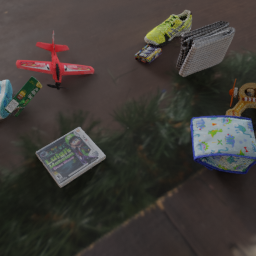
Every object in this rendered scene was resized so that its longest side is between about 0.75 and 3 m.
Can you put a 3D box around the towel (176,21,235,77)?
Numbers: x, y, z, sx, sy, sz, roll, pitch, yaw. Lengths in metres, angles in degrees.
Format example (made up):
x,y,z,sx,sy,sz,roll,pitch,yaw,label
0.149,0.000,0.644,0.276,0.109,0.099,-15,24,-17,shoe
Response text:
x,y,z,sx,sy,sz,roll,pitch,yaw,label
2.681,-2.823,10.045,1.963,1.626,0.840,-24,66,-16,towel

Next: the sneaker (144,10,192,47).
x,y,z,sx,sy,sz,roll,pitch,yaw,label
1.650,-4.173,11.615,2.445,0.934,0.922,-34,61,-23,sneaker

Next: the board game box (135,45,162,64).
x,y,z,sx,sy,sz,roll,pitch,yaw,label
0.789,-2.885,10.946,0.696,0.239,0.841,27,57,32,board game box

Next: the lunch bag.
x,y,z,sx,sy,sz,roll,pitch,yaw,label
2.615,0.420,7.908,1.680,1.070,1.428,9,52,-5,lunch bag

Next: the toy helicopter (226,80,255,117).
x,y,z,sx,sy,sz,roll,pitch,yaw,label
3.749,-0.895,9.175,1.272,0.758,1.923,35,62,27,toy helicopter

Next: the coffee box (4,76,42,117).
x,y,z,sx,sy,sz,roll,pitch,yaw,label
-3.294,-0.980,8.880,0.296,0.828,1.347,38,81,-5,coffee box

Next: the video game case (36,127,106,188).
x,y,z,sx,sy,sz,roll,pitch,yaw,label
-1.674,0.792,8.174,1.541,0.180,1.401,-33,58,-23,video game case

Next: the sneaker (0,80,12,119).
x,y,z,sx,sy,sz,roll,pitch,yaw,label
-4.498,-0.891,9.204,1.134,0.691,1.736,-6,43,-7,sneaker

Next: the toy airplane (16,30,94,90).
x,y,z,sx,sy,sz,roll,pitch,yaw,label
-2.740,-2.491,10.393,2.785,0.512,2.785,11,55,-16,toy airplane
